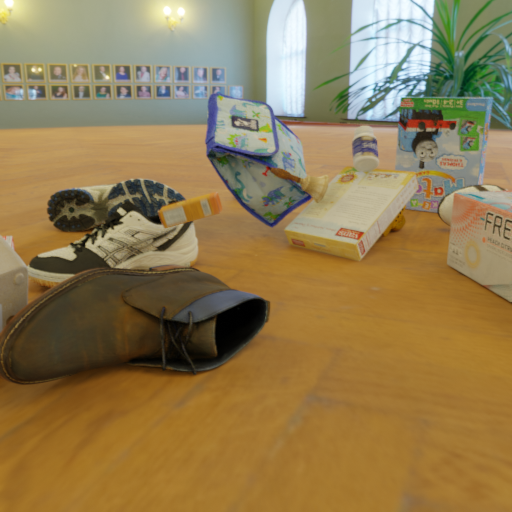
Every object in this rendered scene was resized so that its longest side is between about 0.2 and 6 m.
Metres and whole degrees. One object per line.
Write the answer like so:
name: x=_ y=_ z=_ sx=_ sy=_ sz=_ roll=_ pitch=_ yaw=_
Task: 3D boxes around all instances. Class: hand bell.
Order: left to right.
hand bell: x=0.882 y=-1.649 z=12.159 sx=1.247 sy=0.650 sz=0.650 roll=18 pitch=13 yaw=-16

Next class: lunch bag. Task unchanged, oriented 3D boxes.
lunch bag: x=-0.089 y=-2.427 z=13.210 sx=2.703 sy=1.722 sz=2.298 roll=32 pitch=35 yaw=-31

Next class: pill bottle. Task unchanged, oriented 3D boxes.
pill bottle: x=2.484 y=-2.461 z=12.798 sx=0.571 sy=0.953 sz=0.571 roll=0 pitch=-25 yaw=0

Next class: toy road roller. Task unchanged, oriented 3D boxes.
toy road roller: x=2.965 y=-0.911 z=13.360 sx=1.021 sy=1.213 sz=1.661 roll=13 pitch=58 yaw=41

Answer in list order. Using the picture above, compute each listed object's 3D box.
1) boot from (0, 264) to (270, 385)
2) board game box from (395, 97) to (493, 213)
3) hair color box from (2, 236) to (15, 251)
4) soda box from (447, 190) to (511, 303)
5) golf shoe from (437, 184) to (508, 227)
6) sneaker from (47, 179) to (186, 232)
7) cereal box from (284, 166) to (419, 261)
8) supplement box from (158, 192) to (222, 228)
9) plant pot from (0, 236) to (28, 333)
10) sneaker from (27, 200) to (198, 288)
boot: x=-1.297 y=0.817 z=6.896 sx=1.639 sy=1.264 sz=3.382 roll=9 pitch=17 yaw=33
board game box: x=5.007 y=-2.731 z=15.297 sx=2.341 sy=3.095 sz=0.566 roll=11 pitch=20 yaw=33
hair color box: x=-5.523 y=0.021 z=10.723 sx=1.642 sy=0.525 sz=0.911 roll=-8 pitch=19 yaw=-21
soda box: x=4.760 y=0.061 z=8.876 sx=1.396 sy=1.502 sz=4.392 roll=-4 pitch=17 yaw=-10
golf shoe: x=5.518 y=-0.883 z=12.524 sx=3.141 sy=1.221 sz=1.484 roll=10 pitch=20 yaw=34
sneaker: x=-3.281 y=-1.324 z=13.893 sx=3.431 sy=1.322 sz=1.461 roll=2 pitch=13 yaw=6
cereal box: x=2.119 y=-1.028 z=12.365 sx=1.891 sy=0.520 sz=2.629 roll=15 pitch=50 yaw=41
supplement box: x=-1.139 y=-0.794 z=9.710 sx=1.049 sy=0.361 sz=0.349 roll=-13 pitch=15 yaw=7
plant pot: x=-3.886 y=0.619 z=6.593 sx=1.821 sy=2.055 sz=2.057 roll=20 pitch=23 yaw=22
sneaker: x=-2.625 y=-0.312 z=10.345 sx=3.188 sy=1.397 sz=1.206 roll=-13 pitch=23 yaw=-32
